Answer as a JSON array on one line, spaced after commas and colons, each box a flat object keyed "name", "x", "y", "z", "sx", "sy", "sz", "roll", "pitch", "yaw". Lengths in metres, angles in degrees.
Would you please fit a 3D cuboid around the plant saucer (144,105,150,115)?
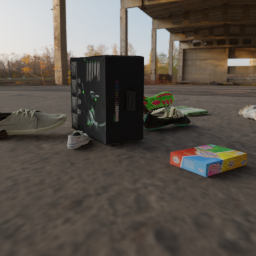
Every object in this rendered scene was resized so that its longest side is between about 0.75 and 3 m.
[{"name": "plant saucer", "x": 0.458, "y": -0.937, "z": 11.173, "sx": 0.201, "sy": 1.168, "sz": 1.168, "roll": -40, "pitch": 14, "yaw": 0}]

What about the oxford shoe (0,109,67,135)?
[{"name": "oxford shoe", "x": -3.328, "y": -0.274, "z": 9.287, "sx": 2.520, "sy": 0.728, "sz": 0.947, "roll": -5, "pitch": 25, "yaw": -1}]

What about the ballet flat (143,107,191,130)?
[{"name": "ballet flat", "x": 1.555, "y": -0.394, "z": 10.531, "sx": 2.175, "sy": 0.744, "sz": 0.740, "roll": -7, "pitch": 18, "yaw": -32}]

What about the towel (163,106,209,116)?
[{"name": "towel", "x": 2.919, "y": -0.872, "z": 14.407, "sx": 1.519, "sy": 0.233, "sz": 1.992, "roll": -7, "pitch": 14, "yaw": -30}]

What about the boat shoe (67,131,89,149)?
[{"name": "boat shoe", "x": -1.393, "y": 0.265, "z": 8.039, "sx": 0.444, "sy": 0.403, "sz": 1.208, "roll": 1, "pitch": 11, "yaw": 6}]

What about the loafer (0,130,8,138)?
[{"name": "loafer", "x": -4.117, "y": 0.199, "z": 8.738, "sx": 0.274, "sy": 0.266, "sz": 0.750, "roll": 5, "pitch": 12, "yaw": 25}]

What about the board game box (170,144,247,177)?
[{"name": "board game box", "x": 1.791, "y": 0.683, "z": 6.232, "sx": 1.358, "sy": 0.274, "sz": 1.039, "roll": -8, "pitch": 13, "yaw": -34}]

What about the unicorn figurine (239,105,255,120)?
[{"name": "unicorn figurine", "x": 5.729, "y": -0.649, "z": 12.161, "sx": 1.490, "sy": 0.801, "sz": 2.170, "roll": -15, "pitch": 1, "yaw": -21}]

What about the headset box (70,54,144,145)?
[{"name": "headset box", "x": -0.717, "y": -1.005, "z": 8.936, "sx": 1.352, "sy": 2.538, "sz": 2.915, "roll": -7, "pitch": 13, "yaw": -31}]

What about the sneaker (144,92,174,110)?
[{"name": "sneaker", "x": 1.123, "y": -1.255, "z": 15.064, "sx": 2.699, "sy": 1.036, "sz": 1.130, "roll": -4, "pitch": -19, "yaw": -2}]
